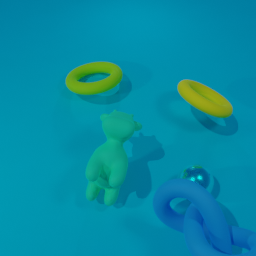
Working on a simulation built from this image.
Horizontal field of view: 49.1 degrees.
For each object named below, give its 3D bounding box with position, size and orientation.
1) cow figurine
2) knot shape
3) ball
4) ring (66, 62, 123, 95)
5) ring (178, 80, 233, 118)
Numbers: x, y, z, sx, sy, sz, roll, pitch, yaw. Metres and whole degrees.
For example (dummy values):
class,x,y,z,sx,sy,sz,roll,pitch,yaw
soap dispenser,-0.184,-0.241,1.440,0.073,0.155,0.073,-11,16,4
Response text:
class,x,y,z,sx,sy,sz,roll,pitch,yaw
cow figurine,-0.334,0.556,5.964,0.949,1.729,1.701,15,47,2
knot shape,1.290,1.659,4.885,1.918,2.050,0.947,39,86,6
ball,1.431,1.139,5.969,0.765,0.765,0.765,0,56,0
ring,-0.949,-1.424,7.871,1.611,0.322,1.611,-5,37,4
ring,1.854,-0.721,6.749,1.445,0.289,1.445,21,27,-12
